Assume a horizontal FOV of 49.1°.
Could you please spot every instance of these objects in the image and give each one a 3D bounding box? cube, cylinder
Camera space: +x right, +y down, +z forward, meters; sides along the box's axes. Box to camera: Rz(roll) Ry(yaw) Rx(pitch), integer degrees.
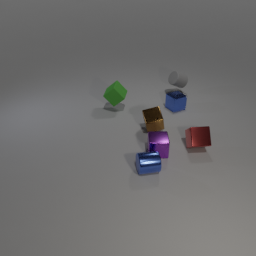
[{"bbox_3d":[2.201,-1.214,12.877,0.700,0.700,0.700,-16,35,-25],"label":"cube"},{"bbox_3d":[0.653,1.117,9.052,0.700,0.700,0.700,-5,32,-9],"label":"cylinder"},{"bbox_3d":[-0.553,-1.523,12.377,0.700,0.700,0.700,-32,25,32],"label":"cube"},{"bbox_3d":[2.510,0.343,10.065,0.700,0.700,0.700,-3,-8,-5],"label":"cube"},{"bbox_3d":[1.061,0.591,9.878,0.700,0.700,0.700,-1,34,0],"label":"cube"},{"bbox_3d":[2.481,-2.399,13.864,0.700,0.700,0.700,12,22,-34],"label":"cylinder"},{"bbox_3d":[1.004,-0.326,11.098,0.700,0.700,0.700,-14,56,2],"label":"cube"}]
